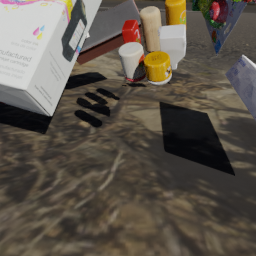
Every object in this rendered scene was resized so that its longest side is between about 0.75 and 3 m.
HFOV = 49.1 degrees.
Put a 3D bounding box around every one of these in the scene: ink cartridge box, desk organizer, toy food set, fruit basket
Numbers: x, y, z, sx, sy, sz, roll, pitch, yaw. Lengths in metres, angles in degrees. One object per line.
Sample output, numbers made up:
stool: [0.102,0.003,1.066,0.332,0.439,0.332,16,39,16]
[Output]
ink cartridge box: [2.633,-0.397,4.961,1.238,0.582,2.633,32,28,-13]
desk organizer: [-0.660,-2.643,7.904,2.161,0.775,0.832,-24,-9,5]
toy food set: [0.489,-1.330,4.922,1.060,0.999,2.221,0,48,15]
ink cartridge box: [-1.981,-1.942,5.201,2.096,1.191,2.877,15,73,11]
fruit basket: [2.523,-3.636,8.013,1.092,2.158,2.330,-2,68,-4]

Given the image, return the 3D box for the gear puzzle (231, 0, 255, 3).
gear puzzle: [2.228,-2.632,5.335,0.939,0.487,0.123,-1,45,-6]
